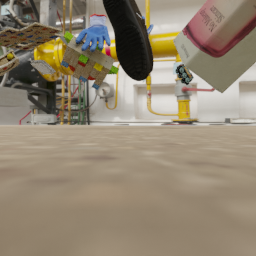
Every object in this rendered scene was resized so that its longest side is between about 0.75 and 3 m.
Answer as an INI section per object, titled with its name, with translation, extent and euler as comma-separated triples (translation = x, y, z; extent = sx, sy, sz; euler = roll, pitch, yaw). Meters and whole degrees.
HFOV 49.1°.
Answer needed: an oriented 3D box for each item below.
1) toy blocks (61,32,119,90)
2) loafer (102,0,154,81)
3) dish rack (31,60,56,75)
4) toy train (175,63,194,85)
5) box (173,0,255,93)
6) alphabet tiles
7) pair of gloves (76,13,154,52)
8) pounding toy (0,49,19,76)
[toy blocks]
translation = -1.752, -2.599, 11.637
extent = 2.470, 1.234, 1.688
euler = 28, -33, -12
[loafer]
translation = 0.198, -2.771, 8.040
extent = 1.045, 2.862, 1.021
euler = -15, 0, 42
[dish rack]
translation = -3.182, -2.236, 10.457
extent = 0.697, 0.177, 0.812
euler = 5, -22, 28
[toy train]
translation = 2.230, -2.142, 11.034
extent = 0.513, 0.900, 0.383
euler = -44, 22, -23
[box]
translation = 2.792, -2.681, 7.491
extent = 1.527, 2.803, 1.792
euler = 29, 31, -24
[alphabet tiles]
translation = -3.480, -3.109, 9.573
extent = 2.265, 0.085, 1.893
euler = -9, 1, 31
[pair of gloves]
translation = -0.490, -3.707, 10.828
extent = 2.935, 2.359, 0.334
euler = 1, -35, 6
[pounding toy]
translation = -3.119, -1.591, 6.664
extent = 0.940, 0.539, 0.537
euler = -34, -1, -1
